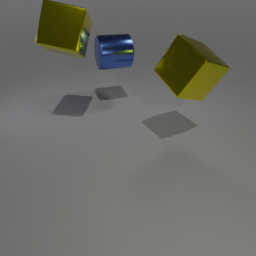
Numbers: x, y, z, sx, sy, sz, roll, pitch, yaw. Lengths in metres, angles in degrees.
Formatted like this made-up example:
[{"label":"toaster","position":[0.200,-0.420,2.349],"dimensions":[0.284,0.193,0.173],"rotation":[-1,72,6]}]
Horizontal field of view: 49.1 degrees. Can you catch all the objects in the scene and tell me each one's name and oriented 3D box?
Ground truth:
[{"label":"cube","position":[-2.116,-3.279,9.477],"dimensions":[1.400,1.400,1.400],"rotation":[12,6,0]},{"label":"cylinder","position":[-0.608,-3.232,11.885],"dimensions":[1.400,1.400,1.400],"rotation":[-8,31,-16]},{"label":"cube","position":[1.978,-1.850,8.809],"dimensions":[1.400,1.400,1.400],"rotation":[0,46,-44]}]
